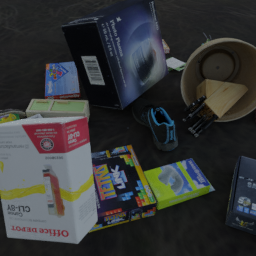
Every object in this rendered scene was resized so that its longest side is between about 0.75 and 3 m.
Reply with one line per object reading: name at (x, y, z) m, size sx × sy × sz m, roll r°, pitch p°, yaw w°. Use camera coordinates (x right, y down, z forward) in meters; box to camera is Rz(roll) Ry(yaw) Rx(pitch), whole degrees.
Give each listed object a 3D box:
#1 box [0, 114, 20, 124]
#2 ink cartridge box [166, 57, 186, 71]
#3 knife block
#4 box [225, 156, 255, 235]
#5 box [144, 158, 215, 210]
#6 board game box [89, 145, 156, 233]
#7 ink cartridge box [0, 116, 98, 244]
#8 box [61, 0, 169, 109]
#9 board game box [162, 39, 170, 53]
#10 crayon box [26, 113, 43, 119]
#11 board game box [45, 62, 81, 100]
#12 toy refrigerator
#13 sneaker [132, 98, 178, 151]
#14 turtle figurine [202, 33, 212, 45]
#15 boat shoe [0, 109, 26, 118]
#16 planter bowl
box at (-4.167, 0.032, 8.884) m, size 1.503 × 0.364 × 0.882 m, roll -18°, pitch 43°, yaw -16°
ink cartridge box at (2.029, -2.681, 12.089) m, size 0.782 × 0.258 × 1.075 m, roll -29°, pitch 49°, yaw -30°
knife block at (2.837, -0.574, 9.060) m, size 2.097 × 0.671 × 1.841 m, roll 6°, pitch 73°, yaw -13°
box at (3.694, 1.779, 6.647) m, size 2.400 × 0.612 × 1.893 m, roll 16°, pitch 42°, yaw 17°
box at (1.326, 1.395, 7.280) m, size 1.645 × 0.392 × 1.003 m, roll -14°, pitch 44°, yaw -14°
board game box at (-0.410, 1.421, 7.106) m, size 1.664 × 0.571 × 2.013 m, roll -10°, pitch 42°, yaw -14°
ink cartridge box at (-0.665, 0.404, 2.294) m, size 0.686 × 0.945 × 0.394 m, roll -3°, pitch 9°, yaw 18°
box at (-0.246, -2.636, 9.679) m, size 1.782 × 2.891 × 2.868 m, roll 11°, pitch 40°, yaw 40°
board game box at (1.462, -3.937, 13.548) m, size 0.817 × 0.250 × 1.079 m, roll -7°, pitch 41°, yaw -8°
crayon box at (-3.312, 0.605, 8.000) m, size 2.450 × 0.622 × 1.555 m, roll -25°, pitch 47°, yaw -27°
board game box at (-2.640, -1.940, 11.244) m, size 1.293 × 0.244 × 2.511 m, roll -6°, pitch 41°, yaw -9°
toy refrigerator at (-2.286, -0.520, 9.274) m, size 1.911 × 0.669 × 0.725 m, roll 2°, pitch 41°, yaw 3°
sneaker at (0.868, -0.401, 8.878) m, size 0.901 × 1.009 × 2.462 m, roll -19°, pitch 43°, yaw -17°
turtle figurine at (3.972, -4.052, 13.310) m, size 0.844 × 0.870 × 0.626 m, roll 12°, pitch 1°, yaw -19°
boat shoe at (-4.025, -0.507, 9.492) m, size 1.114 × 0.372 × 0.317 m, roll -6°, pitch 46°, yaw -2°
planter bowl at (3.114, -1.793, 9.415) m, size 2.675 × 2.675 × 1.800 m, roll 6°, pitch 31°, yaw 6°
